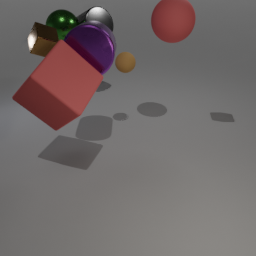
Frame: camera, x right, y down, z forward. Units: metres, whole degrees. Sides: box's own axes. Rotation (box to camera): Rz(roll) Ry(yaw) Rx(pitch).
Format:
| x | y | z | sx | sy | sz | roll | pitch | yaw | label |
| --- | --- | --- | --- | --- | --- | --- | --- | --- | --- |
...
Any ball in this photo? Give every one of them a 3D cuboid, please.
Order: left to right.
| x | y | z | sx | sy | sz | roll | pitch | yaw | label |
| --- | --- | --- | --- | --- | --- | --- | --- | --- | --- |
| -2.696 | -4.164 | 11.616 | 1.400 | 1.400 | 1.400 | 0 | 29 | 0 | ball |
| -0.090 | -2.229 | 9.529 | 0.700 | 0.700 | 0.700 | 0 | 29 | 0 | ball |
| 1.433 | -3.439 | 8.920 | 1.400 | 1.400 | 1.400 | 0 | 29 | 0 | ball |

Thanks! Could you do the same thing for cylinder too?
| x | y | z | sx | sy | sz | roll | pitch | yaw | label |
| --- | --- | --- | --- | --- | --- | --- | --- | --- | --- |
| -1.055 | -2.264 | 7.984 | 1.400 | 1.400 | 1.400 | 0 | 25 | 0 | cylinder |
| -1.583 | -4.464 | 12.407 | 1.400 | 1.400 | 1.400 | -22 | 15 | -33 | cylinder |

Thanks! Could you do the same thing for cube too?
| x | y | z | sx | sy | sz | roll | pitch | yaw | label |
| --- | --- | --- | --- | --- | --- | --- | --- | --- | --- |
| -2.639 | -2.724 | 8.743 | 0.700 | 0.700 | 0.700 | 6 | 53 | -38 | cube |
| -1.752 | -1.024 | 7.069 | 1.400 | 1.400 | 1.400 | -24 | 33 | 48 | cube |
